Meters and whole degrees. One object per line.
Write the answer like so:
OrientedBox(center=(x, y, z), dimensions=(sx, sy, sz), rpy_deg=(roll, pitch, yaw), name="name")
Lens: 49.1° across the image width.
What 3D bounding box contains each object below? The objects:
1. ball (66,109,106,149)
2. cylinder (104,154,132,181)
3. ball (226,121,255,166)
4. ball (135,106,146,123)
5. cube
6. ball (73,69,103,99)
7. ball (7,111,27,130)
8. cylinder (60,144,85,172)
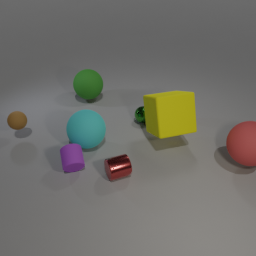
OrientedBox(center=(-1.494, 0.038, 10.032), dimensions=(1.400, 1.400, 1.400), rpy_deg=(0, 32, 0), name="ball")
OrientedBox(center=(-0.316, 1.234, 8.830), dimensions=(0.700, 0.700, 0.700), rpy_deg=(-13, 35, -19), name="cylinder")
OrientedBox(center=(3.798, 0.481, 8.712), dimensions=(1.400, 1.400, 1.400), rpy_deg=(0, 32, 0), name="ball")
OrientedBox(center=(0.619, -0.555, 11.587), dimensions=(0.700, 0.700, 0.700), rpy_deg=(0, 32, 0), name="ball")
OrientedBox(center=(1.466, -0.529, 9.992), dimensions=(1.400, 1.400, 1.400), rpy_deg=(-9, 12, -14), name="cube")
OrientedBox(center=(-1.862, -2.047, 13.121), dimensions=(1.400, 1.400, 1.400), rpy_deg=(0, 32, 0), name="ball")
OrientedBox(center=(-4.095, -0.278, 10.362), dimensions=(0.700, 0.700, 0.700), rpy_deg=(0, 32, 0), name="ball")
OrientedBox(center=(-1.798, 0.970, 9.035), dimensions=(0.700, 0.700, 0.700), rpy_deg=(-9, 60, -14), name="cylinder")
